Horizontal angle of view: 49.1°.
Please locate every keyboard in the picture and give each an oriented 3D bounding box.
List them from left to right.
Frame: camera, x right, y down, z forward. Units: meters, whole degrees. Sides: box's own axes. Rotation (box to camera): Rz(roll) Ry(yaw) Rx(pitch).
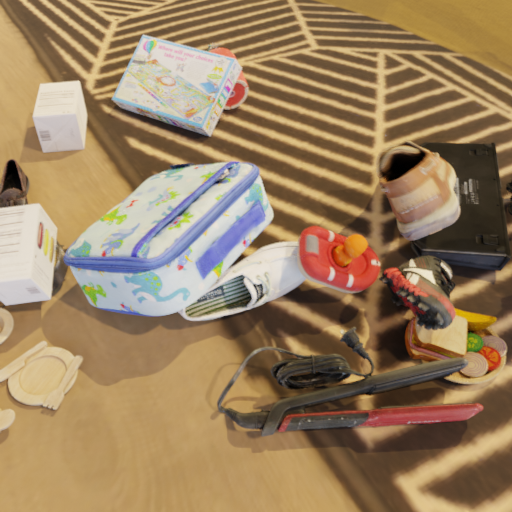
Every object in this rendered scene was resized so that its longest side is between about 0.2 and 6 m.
[{"bbox_3d":[4.202,-1.093,10.874,2.238,0.478,3.727,4,43,14],"label":"keyboard"}]

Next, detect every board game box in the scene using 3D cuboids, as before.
[{"bbox_3d":[-1.911,-4.070,13.299,2.694,0.461,1.811,23,85,22],"label":"board game box"}]

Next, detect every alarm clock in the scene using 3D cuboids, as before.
[{"bbox_3d":[-3.814,0.286,9.250,1.118,0.552,1.658,29,64,18],"label":"alarm clock"}]

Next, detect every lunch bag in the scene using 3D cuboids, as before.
[{"bbox_3d":[-1.287,-0.396,9.019,2.452,1.257,3.050,4,38,37],"label":"lunch bag"}]

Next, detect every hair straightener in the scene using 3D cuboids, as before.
[{"bbox_3d":[1.174,1.694,7.639,3.471,0.710,1.336,-7,64,2],"label":"hair straightener"}]

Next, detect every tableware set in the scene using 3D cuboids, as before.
[{"bbox_3d":[-3.938,1.739,7.905,2.568,0.298,2.145,23,48,21],"label":"tableware set"}]

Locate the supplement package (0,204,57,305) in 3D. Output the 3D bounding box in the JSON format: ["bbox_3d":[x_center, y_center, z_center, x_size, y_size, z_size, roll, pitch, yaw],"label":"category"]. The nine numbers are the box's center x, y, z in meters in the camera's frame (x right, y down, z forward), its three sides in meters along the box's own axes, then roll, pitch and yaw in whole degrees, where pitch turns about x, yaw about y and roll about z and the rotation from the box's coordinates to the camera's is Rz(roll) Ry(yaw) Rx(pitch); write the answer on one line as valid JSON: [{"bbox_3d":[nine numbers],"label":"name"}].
[{"bbox_3d":[-3.627,-0.028,8.690,0.736,0.764,1.343,-7,61,1],"label":"supplement package"}]

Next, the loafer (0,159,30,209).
[{"bbox_3d":[-4.755,-1.180,10.842,0.665,0.583,1.851,-10,44,-11],"label":"loafer"}]

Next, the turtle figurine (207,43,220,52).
[{"bbox_3d":[-1.285,-5.607,15.683,0.902,0.454,0.675,-27,34,-7],"label":"turtle figurine"}]

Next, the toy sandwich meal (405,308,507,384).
[{"bbox_3d":[2.981,1.230,8.317,1.497,0.513,1.497,0,43,0],"label":"toy sandwich meal"}]

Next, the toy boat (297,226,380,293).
[{"bbox_3d":[1.363,-0.016,8.614,1.394,0.911,0.909,19,57,-26],"label":"toy boat"}]

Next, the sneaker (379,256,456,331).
[{"bbox_3d":[2.552,0.462,8.289,0.965,0.698,1.976,-31,12,3],"label":"sneaker"}]

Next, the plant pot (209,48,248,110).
[{"bbox_3d":[-0.805,-4.282,13.806,1.225,1.225,1.083,-19,58,-19],"label":"plant pot"}]

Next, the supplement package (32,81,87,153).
[{"bbox_3d":[-4.414,-3.170,12.709,0.922,0.934,1.540,-7,44,-7],"label":"supplement package"}]

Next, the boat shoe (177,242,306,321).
[{"bbox_3d":[-0.084,0.508,8.763,2.407,0.885,0.804,-23,21,-7],"label":"boat shoe"}]

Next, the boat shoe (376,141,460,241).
[{"bbox_3d":[2.791,-1.494,9.986,1.290,1.223,3.408,-30,16,18],"label":"boat shoe"}]
